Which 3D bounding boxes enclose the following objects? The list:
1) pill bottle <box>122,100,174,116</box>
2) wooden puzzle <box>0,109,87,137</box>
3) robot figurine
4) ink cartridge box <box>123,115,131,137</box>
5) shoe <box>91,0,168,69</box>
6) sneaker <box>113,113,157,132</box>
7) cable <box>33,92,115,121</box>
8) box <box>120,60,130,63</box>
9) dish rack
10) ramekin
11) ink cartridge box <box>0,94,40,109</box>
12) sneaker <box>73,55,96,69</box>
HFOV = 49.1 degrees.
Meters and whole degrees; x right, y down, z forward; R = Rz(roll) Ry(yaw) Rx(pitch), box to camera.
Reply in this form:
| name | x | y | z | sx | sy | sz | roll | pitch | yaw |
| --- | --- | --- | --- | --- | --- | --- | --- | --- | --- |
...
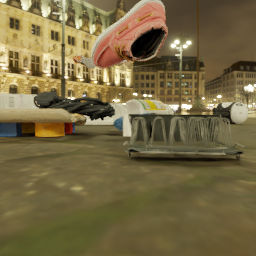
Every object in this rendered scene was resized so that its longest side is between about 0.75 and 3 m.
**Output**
| name | x | y | z | sx | sy | sz | roll | pitch | yaw |
| --- | --- | --- | --- | --- | --- | --- | --- | --- | --- |
| pill bottle | 0.758 | -0.469 | 9.891 | 1.824 | 1.029 | 1.029 | -4 | 5 | -43 |
| wooden puzzle | -2.462 | -0.082 | 7.281 | 2.459 | 0.615 | 2.655 | 0 | -2 | 0 |
| robot figurine | 5.468 | -0.824 | 15.059 | 1.184 | 1.425 | 1.897 | 48 | -24 | -26 |
| ink cartridge box | 0.578 | -0.078 | 7.026 | 0.956 | 0.540 | 1.305 | 1 | 3 | 26 |
| shoe | -0.058 | -1.968 | 6.730 | 0.858 | 1.092 | 2.401 | 27 | -45 | -36 |
| sneaker | 0.337 | -0.173 | 8.398 | 1.776 | 0.585 | 0.696 | -4 | 7 | -44 |
| cable | -1.289 | -0.470 | 7.483 | 2.325 | 0.591 | 1.897 | 6 | -8 | 41 |
| box | -0.397 | -4.224 | 14.936 | 0.684 | 1.445 | 0.741 | 10 | 25 | 39 |
| dish rack | 0.727 | 0.071 | 4.120 | 1.596 | 0.568 | 2.081 | -1 | 3 | 6 |
| ramekin | -1.205 | -0.719 | 14.354 | 2.296 | 1.069 | 2.296 | 1 | 4 | 0 |
| ink cartridge box | -3.919 | -0.594 | 10.146 | 1.710 | 1.262 | 0.732 | -1 | 4 | -30 |
| sneaker | -1.768 | -2.660 | 11.187 | 0.948 | 0.368 | 0.531 | 24 | -3 | -36 |
